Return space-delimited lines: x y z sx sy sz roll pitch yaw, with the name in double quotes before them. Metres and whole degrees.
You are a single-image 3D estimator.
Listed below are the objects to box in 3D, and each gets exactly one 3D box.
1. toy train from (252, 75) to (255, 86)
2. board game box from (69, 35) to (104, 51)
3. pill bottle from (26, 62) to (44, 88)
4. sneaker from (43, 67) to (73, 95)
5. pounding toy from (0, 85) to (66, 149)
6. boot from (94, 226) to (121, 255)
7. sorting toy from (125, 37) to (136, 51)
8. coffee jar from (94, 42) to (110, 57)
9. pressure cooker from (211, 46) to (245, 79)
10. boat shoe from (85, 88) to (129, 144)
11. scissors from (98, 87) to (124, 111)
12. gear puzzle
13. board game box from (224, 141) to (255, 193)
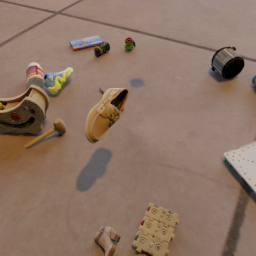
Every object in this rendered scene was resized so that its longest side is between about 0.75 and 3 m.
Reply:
"toy train" 6.645 -1.959 11.960 2.329 0.986 1.347 -9 32 -9
"board game box" -2.200 -4.559 14.987 1.680 0.163 0.865 -18 47 -17
"pill bottle" -4.109 -2.332 12.376 0.730 0.730 1.292 -12 47 -12
"sneaker" -3.069 -2.249 12.144 0.899 0.648 1.712 34 47 -13
"pounding toy" -3.705 -0.393 9.814 2.867 1.639 1.644 1 45 2
"boot" -0.622 3.037 7.394 0.637 0.306 0.871 15 46 23
"sorting toy" 0.129 -4.339 14.690 0.561 0.383 0.934 -9 56 12
"coffee jar" -1.324 -3.978 14.201 0.378 0.463 0.887 30 52 27
"pressure cooker" 4.488 -3.040 12.763 1.162 1.180 1.321 -17 48 -12
"boat shoe" -0.553 -0.426 7.682 0.627 0.693 1.943 -5 48 36
"scissors" -0.714 -1.251 11.763 0.663 0.126 1.814 -16 46 -12
"gear puzzle" 0.679 2.991 7.477 0.976 0.247 1.885 19 51 15
"board game box" 4.718 1.379 8.991 2.390 0.309 2.390 -17 47 -16
